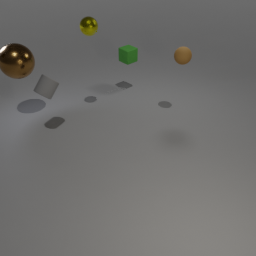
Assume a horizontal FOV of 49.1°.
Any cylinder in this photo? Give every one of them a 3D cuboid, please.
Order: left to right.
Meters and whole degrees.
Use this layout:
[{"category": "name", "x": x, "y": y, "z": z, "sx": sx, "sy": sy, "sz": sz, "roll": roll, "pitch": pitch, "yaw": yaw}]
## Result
[{"category": "cylinder", "x": -3.013, "y": -1.520, "z": 10.352, "sx": 0.700, "sy": 0.700, "sz": 0.700, "roll": 28, "pitch": 1, "yaw": 0}]

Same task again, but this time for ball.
[{"category": "ball", "x": -4.470, "y": -2.676, "z": 11.244, "sx": 1.400, "sy": 1.400, "sz": 1.400, "roll": 0, "pitch": 32, "yaw": 0}, {"category": "ball", "x": -1.479, "y": -3.841, "z": 10.578, "sx": 0.700, "sy": 0.700, "sz": 0.700, "roll": 0, "pitch": 32, "yaw": 0}, {"category": "ball", "x": 2.185, "y": -2.878, "z": 11.145, "sx": 0.700, "sy": 0.700, "sz": 0.700, "roll": 0, "pitch": 32, "yaw": 0}]

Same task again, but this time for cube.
[{"category": "cube", "x": 0.007, "y": -3.684, "z": 14.053, "sx": 0.700, "sy": 0.700, "sz": 0.700, "roll": -28, "pitch": 45, "yaw": -32}]
